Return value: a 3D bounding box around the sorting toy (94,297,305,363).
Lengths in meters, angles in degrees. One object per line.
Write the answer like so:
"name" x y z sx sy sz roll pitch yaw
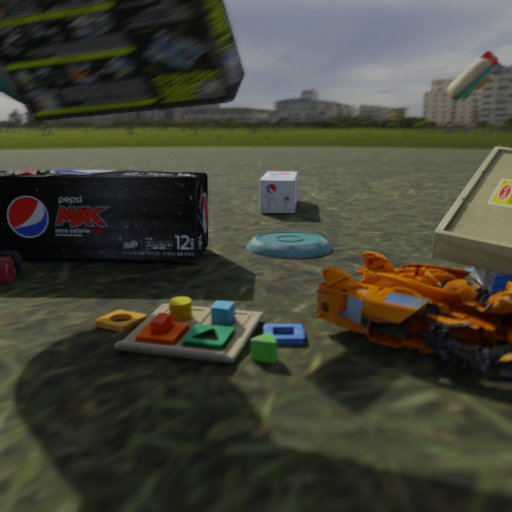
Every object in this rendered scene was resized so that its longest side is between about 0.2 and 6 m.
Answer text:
"sorting toy" -0.671 0.712 5.961 2.375 0.324 1.337 3 14 15

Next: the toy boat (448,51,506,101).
"toy boat" 4.006 -3.216 9.996 1.100 0.511 0.925 -41 -2 -20

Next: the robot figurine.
"robot figurine" 1.982 0.545 5.788 2.508 0.730 1.818 10 19 37

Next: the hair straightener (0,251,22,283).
"hair straightener" -4.570 0.184 8.169 2.245 0.459 0.864 -6 14 -6

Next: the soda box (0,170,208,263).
"soda box" -2.874 -0.725 9.474 4.046 1.432 1.281 1 11 2

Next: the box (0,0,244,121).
"box" -1.679 -2.532 5.884 2.644 2.118 0.585 -1 50 18

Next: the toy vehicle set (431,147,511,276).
"toy vehicle set" 4.161 -0.725 8.349 2.010 0.429 3.235 16 39 31

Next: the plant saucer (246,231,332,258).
"plant saucer" 0.596 -0.231 10.113 1.555 0.213 1.555 1 14 0

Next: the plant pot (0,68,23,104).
"plant pot" -2.978 -3.123 8.008 1.790 1.790 1.682 -9 12 -31

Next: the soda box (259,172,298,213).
"soda box" 0.630 -1.728 14.918 0.901 0.842 2.646 1 14 5

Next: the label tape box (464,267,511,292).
"label tape box" 3.416 0.227 7.859 0.627 0.289 0.875 -1 23 -4
